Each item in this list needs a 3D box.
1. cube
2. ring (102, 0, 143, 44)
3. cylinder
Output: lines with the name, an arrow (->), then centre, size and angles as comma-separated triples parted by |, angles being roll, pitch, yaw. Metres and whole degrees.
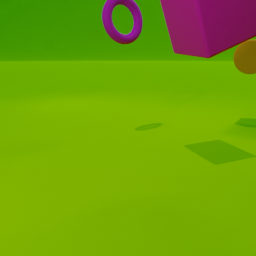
cube -> 1.295, -1.842, 4.465 | 1.058, 1.058, 1.058 | -26, 25, -11
ring -> -0.113, -2.504, 6.477 | 1.107, 1.107, 0.221 | -11, 11, -35
cylinder -> 3.392, -1.923, 7.525 | 0.873, 0.873, 0.873 | 10, 21, 34
